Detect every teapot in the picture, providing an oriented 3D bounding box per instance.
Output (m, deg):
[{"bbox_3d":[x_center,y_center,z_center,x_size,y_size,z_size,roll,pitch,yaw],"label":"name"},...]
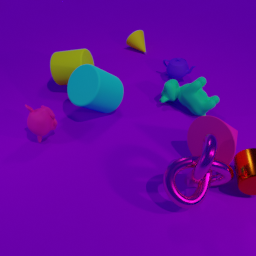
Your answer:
[{"bbox_3d":[1.881,-2.264,10.339,1.347,0.659,0.837,24,49,28],"label":"teapot"}]

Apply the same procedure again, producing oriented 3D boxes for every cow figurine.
[{"bbox_3d":[1.908,-0.973,9.134,1.625,1.599,0.892,54,42,0],"label":"cow figurine"}]

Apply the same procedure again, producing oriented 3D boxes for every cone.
[{"bbox_3d":[0.535,-3.600,12.209,0.902,0.902,0.905,-25,72,-25],"label":"cone"},{"bbox_3d":[2.533,0.228,7.369,1.382,1.376,1.376,-15,42,-39],"label":"cone"}]

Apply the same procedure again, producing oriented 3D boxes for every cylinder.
[{"bbox_3d":[-0.991,-1.180,8.678,1.267,1.267,1.267,34,11,31],"label":"cylinder"},{"bbox_3d":[2.978,1.033,6.629,0.817,0.817,0.817,5,45,5],"label":"cylinder"},{"bbox_3d":[-1.903,-2.098,9.719,1.153,1.153,1.153,-2,41,15],"label":"cylinder"}]

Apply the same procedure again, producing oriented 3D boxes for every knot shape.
[{"bbox_3d":[1.676,0.893,6.322,1.746,1.634,0.807,-7,31,-32],"label":"knot shape"}]

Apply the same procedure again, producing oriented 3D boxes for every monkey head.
[{"bbox_3d":[-2.509,-0.250,7.975,0.777,1.290,0.928,-24,40,-22],"label":"monkey head"}]
